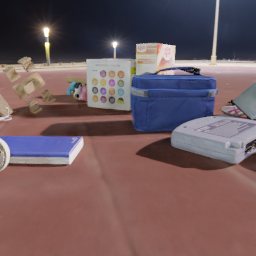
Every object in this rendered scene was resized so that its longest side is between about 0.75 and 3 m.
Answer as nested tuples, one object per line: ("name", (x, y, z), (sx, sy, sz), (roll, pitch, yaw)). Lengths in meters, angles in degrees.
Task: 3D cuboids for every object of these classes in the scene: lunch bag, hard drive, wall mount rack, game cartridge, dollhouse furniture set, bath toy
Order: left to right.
("wall mount rack", (-4.509, -0.438, 9.171), (1.214, 0.453, 1.055), (1, 14, 7))
("dollhouse furniture set", (-4.096, -1.366, 10.413), (1.960, 1.801, 1.275), (-41, 33, -21))
("hard drive", (-2.052, 0.444, 6.040), (1.926, 0.244, 1.271), (1, 14, 3))
("bath toy", (-2.152, -1.707, 13.631), (1.948, 0.847, 0.720), (18, 36, 39))
("lunch bag", (1.422, -0.956, 8.498), (2.670, 1.766, 1.814), (-2, 14, -5))
("game cartridge", (2.236, 0.154, 6.661), (1.698, 0.521, 2.551), (20, 23, 39))
("hard drive", (3.629, -0.838, 7.827), (0.773, 1.108, 0.182), (51, 8, 22))

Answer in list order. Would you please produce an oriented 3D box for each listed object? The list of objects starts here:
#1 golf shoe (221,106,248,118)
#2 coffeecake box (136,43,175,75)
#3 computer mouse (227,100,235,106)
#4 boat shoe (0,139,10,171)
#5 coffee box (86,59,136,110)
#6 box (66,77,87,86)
("golf shoe", (4.012, -0.704, 9.870), (1.395, 0.642, 0.506), (8, 17, 35))
("coffeecake box", (1.114, -2.015, 11.172), (0.925, 2.531, 1.943), (7, 16, 27))
("computer mouse", (4.772, -1.181, 12.611), (0.706, 0.232, 1.006), (12, 18, 37))
("boat shoe", (-3.386, 0.468, 4.496), (2.661, 0.951, 0.795), (2, 8, -8))
("coffee box", (-0.373, -1.859, 11.588), (1.937, 1.919, 1.940), (8, 16, 23))
("box", (-1.521, -2.184, 14.976), (2.448, 0.319, 2.995), (13, 1, -44))
